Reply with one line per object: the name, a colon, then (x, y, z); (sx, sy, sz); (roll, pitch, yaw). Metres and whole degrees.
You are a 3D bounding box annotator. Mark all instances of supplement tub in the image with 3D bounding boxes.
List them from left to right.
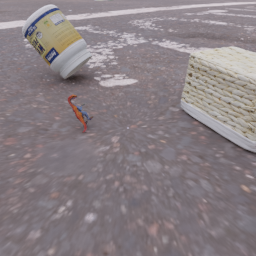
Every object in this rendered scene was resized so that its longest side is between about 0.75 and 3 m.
supplement tub: (-2.445, -2.987, 9.888); (1.559, 2.160, 1.559); (-39, 9, 7)

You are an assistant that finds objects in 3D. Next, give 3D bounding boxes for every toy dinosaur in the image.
toy dinosaur: (-1.225, -0.448, 7.043); (0.444, 0.768, 0.846); (-37, 29, 19)

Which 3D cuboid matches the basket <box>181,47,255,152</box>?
basket: (2.847, -0.899, 7.006); (1.824, 1.660, 2.691); (-15, 34, -24)
